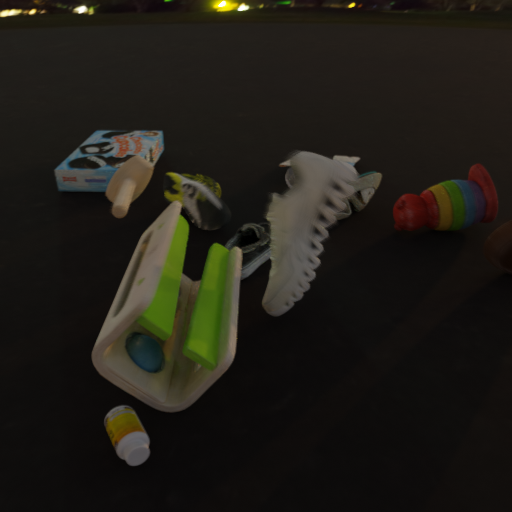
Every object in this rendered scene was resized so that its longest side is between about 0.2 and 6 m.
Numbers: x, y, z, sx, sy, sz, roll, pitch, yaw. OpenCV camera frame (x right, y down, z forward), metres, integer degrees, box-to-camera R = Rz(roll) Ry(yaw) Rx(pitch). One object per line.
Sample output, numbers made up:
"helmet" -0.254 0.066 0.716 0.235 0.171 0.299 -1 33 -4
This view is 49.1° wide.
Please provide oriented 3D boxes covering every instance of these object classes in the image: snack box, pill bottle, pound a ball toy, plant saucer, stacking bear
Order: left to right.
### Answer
"snack box" -3.549 -2.441 14.070 1.865 0.596 3.210 1 28 2
"pill bottle" -1.398 1.966 6.112 0.357 0.357 0.654 -15 32 -26
"pound a ball toy" -1.483 0.244 7.688 2.208 1.439 3.386 38 22 -19
"stacking bear" 3.592 -0.964 10.951 1.858 1.128 1.056 -11 44 -3
"plant saucer" 4.492 -0.121 8.977 1.558 1.558 0.268 1 53 1

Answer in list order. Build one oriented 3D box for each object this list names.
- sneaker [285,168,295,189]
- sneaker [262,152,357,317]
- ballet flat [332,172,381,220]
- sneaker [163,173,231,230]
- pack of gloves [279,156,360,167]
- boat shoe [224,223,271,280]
"sneaker" 1.224 -1.749 12.653 0.651 0.714 1.742 -13 31 -22
"sneaker" 0.535 -0.332 8.194 0.999 2.465 0.926 21 4 -14
"ballet flat" 1.896 -1.151 11.764 2.255 0.761 0.703 -21 69 -29
"sneaker" -1.066 -1.262 11.511 0.969 0.853 2.291 -15 35 -31
"pack of gloves" 1.623 -2.202 14.044 1.660 0.390 1.976 7 20 16
"boat shoe" -0.044 -0.247 9.901 0.661 0.651 1.835 9 30 17
